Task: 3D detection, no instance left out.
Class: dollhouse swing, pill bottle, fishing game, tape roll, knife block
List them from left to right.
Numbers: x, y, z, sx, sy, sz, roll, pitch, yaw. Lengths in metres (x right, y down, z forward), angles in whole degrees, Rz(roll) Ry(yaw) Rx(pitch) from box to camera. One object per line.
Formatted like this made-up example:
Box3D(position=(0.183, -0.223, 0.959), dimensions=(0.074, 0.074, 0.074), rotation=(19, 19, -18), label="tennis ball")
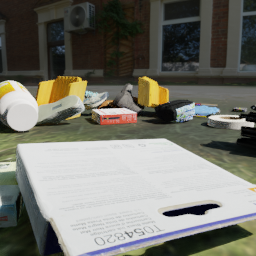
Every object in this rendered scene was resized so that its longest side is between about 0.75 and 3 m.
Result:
Box3D(position=(-4.133, -0.798, 10.315), dimensions=(1.377, 1.377, 2.480), rotation=(-7, 25, -30), label="pill bottle")
Box3D(position=(-3.722, -1.443, 12.696), dimensions=(2.584, 2.349, 2.272), rotation=(11, -1, 41), label="dollhouse swing")
Box3D(position=(1.712, -1.555, 13.533), dimensions=(1.728, 1.787, 1.966), rotation=(-1, -7, 35), label="dollhouse swing")
Box3D(position=(3.588, -0.799, 13.696), dimensions=(1.724, 0.374, 2.407), rotation=(5, 19, 25), label="fishing game")
Box3D(position=(3.966, -0.240, 10.836), dimensions=(1.694, 0.309, 1.694), rotation=(1, 11, 0), label="tape roll")
Box3D(position=(4.069, 0.361, 6.916), dimensions=(0.856, 2.350, 2.677), rotation=(-12, 61, -42), label="knife block")

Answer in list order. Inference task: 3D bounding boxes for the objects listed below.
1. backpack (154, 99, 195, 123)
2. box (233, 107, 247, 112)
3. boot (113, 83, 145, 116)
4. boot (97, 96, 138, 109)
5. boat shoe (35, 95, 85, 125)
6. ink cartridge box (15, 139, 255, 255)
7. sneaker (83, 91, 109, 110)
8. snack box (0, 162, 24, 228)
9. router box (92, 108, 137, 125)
Box3D(position=(2.095, -0.721, 11.715), dimensions=(1.496, 1.150, 1.221), rotation=(-31, 23, -26), label="backpack")
Box3D(position=(5.992, -0.975, 14.998), dimensions=(0.607, 0.168, 0.757), rotation=(6, 13, 30), label="box")
Box3D(position=(0.182, -1.321, 13.773), dimensions=(1.426, 0.756, 2.166), rotation=(32, 36, -1), label="boot")
Box3D(position=(-0.437, -1.095, 13.839), dimensions=(2.202, 0.844, 1.710), rotation=(0, 11, -1), label="boot")
Box3D(position=(-2.800, -0.523, 10.982), dimensions=(2.341, 0.817, 0.834), rotation=(-18, -37, 12), label="boat shoe")
Box3D(position=(0.141, 0.828, 3.838), dimensions=(2.907, 0.591, 2.913), rotation=(-1, 13, -28), label="ink cartridge box")
Box3D(position=(-2.042, -1.396, 13.460), dimensions=(2.328, 1.005, 0.903), rotation=(-17, 18, 19), label="sneaker")
Box3D(position=(-2.167, 0.972, 4.420), dimensions=(1.106, 0.353, 1.904), rotation=(-2, 11, -11), label="snack box")
Box3D(position=(-0.623, -0.519, 11.958), dimensions=(1.543, 0.420, 1.719), rotation=(-3, 11, -17), label="router box")
